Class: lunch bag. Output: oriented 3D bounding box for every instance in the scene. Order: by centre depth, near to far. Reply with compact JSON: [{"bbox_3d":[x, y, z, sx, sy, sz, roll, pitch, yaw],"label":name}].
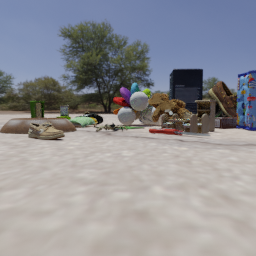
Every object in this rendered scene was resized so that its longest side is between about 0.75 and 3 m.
[{"bbox_3d":[5.586,-0.987,10.245,2.794,2.104,1.314,0,4,0],"label":"lunch bag"}]

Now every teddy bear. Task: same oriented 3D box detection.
[{"bbox_3d":[1.616,-0.632,10.929,1.930,1.399,0.644,25,-17,36],"label":"teddy bear"}]

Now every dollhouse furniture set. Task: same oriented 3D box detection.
[{"bbox_3d":[2.111,-0.402,9.310,1.587,1.054,1.391,-2,4,-33],"label":"dollhouse furniture set"},{"bbox_3d":[-2.895,-0.648,12.564,2.968,1.146,1.483,1,4,21],"label":"dollhouse furniture set"}]

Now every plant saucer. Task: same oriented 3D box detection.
[{"bbox_3d":[-3.051,-0.113,9.658,2.538,0.464,2.538,1,4,0],"label":"plant saucer"}]

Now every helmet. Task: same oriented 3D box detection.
[{"bbox_3d":[4.141,-0.797,13.646,1.265,1.327,1.327,-26,-4,16],"label":"helmet"}]

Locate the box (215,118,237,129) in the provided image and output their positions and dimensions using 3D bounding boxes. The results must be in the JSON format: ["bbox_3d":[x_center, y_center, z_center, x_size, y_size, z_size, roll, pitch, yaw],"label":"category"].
[{"bbox_3d":[3.992,-0.206,11.280,1.190,0.446,0.596,0,3,-27],"label":"box"}]

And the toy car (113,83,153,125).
[{"bbox_3d":[0.131,-1.253,13.624,1.593,2.124,1.859,43,20,4],"label":"toy car"}]

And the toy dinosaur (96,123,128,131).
[{"bbox_3d":[-0.462,-0.015,9.588,1.244,0.295,0.548,2,-4,-27],"label":"toy dinosaur"}]

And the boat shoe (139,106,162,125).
[{"bbox_3d":[1.036,-0.615,14.011,0.974,1.024,2.844,-13,7,-5],"label":"boat shoe"}]

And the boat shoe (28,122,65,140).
[{"bbox_3d":[-2.093,0.063,7.045,1.273,0.411,0.454,2,4,35],"label":"boat shoe"}]

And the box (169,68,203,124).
[{"bbox_3d":[2.755,-1.447,13.606,1.399,2.612,1.939,0,4,4],"label":"box"}]

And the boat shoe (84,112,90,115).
[{"bbox_3d":[-2.173,-0.545,14.952,1.728,0.639,0.638,3,5,43],"label":"boat shoe"}]

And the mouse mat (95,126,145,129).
[{"bbox_3d":[-0.374,-0.024,11.398,1.442,0.067,1.792,-3,4,-39],"label":"mouse mat"}]

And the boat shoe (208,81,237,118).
[{"bbox_3d":[4.527,-1.089,12.275,0.877,0.823,2.437,1,47,-42],"label":"boat shoe"}]

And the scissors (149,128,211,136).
[{"bbox_3d":[1.360,0.151,8.101,0.888,0.169,2.429,1,4,-17],"label":"scissors"}]

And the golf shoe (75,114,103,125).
[{"bbox_3d":[-1.961,-0.438,13.962,1.464,0.569,0.692,0,3,-11],"label":"golf shoe"}]
